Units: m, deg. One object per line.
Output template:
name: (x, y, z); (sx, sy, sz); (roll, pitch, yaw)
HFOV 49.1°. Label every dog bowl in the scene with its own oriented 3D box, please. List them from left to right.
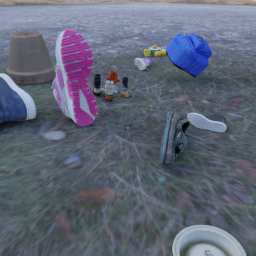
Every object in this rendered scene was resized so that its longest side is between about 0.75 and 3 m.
dog bowl: (1.081, 1.813, 3.798); (0.980, 0.361, 0.980); (-1, 28, 0)

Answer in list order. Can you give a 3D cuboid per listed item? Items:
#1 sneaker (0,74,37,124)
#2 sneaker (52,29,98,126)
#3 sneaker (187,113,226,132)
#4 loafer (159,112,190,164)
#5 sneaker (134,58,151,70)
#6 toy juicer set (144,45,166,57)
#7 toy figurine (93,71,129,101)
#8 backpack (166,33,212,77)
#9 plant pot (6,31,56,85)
sneaker: (-4.069, -0.783, 7.900); (1.898, 0.998, 2.626); (-21, 36, -38)
sneaker: (-1.593, -1.317, 7.566); (1.111, 2.518, 1.024); (7, 15, 44)
sneaker: (2.156, -0.211, 7.558); (1.058, 0.374, 0.525); (19, 32, 22)
loafer: (1.134, 0.168, 6.500); (0.654, 0.747, 2.078); (11, 28, 7)
sneaker: (0.759, -2.871, 12.381); (0.681, 0.433, 1.195); (-4, 29, -13)
toy juicer set: (1.573, -4.086, 14.589); (1.032, 0.441, 1.622); (13, 31, 23)
toy figurine: (-0.563, -1.373, 9.368); (1.057, 0.736, 1.041); (-22, 41, -37)
backpack: (2.226, -2.862, 10.443); (1.507, 1.265, 1.225); (14, 41, -34)
plant pot: (-3.829, -2.787, 10.886); (1.957, 1.706, 1.957); (0, 30, 0)
